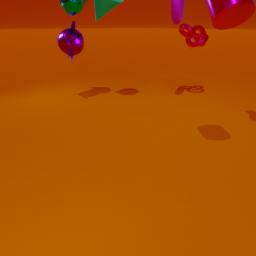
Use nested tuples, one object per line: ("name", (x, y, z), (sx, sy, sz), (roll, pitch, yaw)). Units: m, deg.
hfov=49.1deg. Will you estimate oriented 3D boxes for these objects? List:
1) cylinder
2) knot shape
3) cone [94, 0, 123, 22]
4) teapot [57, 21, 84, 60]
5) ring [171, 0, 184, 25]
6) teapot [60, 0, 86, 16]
("cylinder", (2.008, -2.578, 5.635), (0.843, 0.843, 0.843), (-11, -14, -3))
("knot shape", (2.723, -3.929, 11.767), (1.334, 0.659, 1.426), (31, 39, 5))
("cone", (-0.947, -4.423, 10.250), (1.190, 1.195, 1.190), (20, 41, -18))
("teapot", (-2.186, -3.357, 10.896), (1.065, 1.714, 0.839), (7, -13, -24))
("ring", (1.857, -4.677, 10.384), (0.317, 1.585, 1.585), (8, 23, 15))
("teapot", (-2.127, -4.790, 10.391), (0.843, 1.070, 1.721), (22, 10, -45))
